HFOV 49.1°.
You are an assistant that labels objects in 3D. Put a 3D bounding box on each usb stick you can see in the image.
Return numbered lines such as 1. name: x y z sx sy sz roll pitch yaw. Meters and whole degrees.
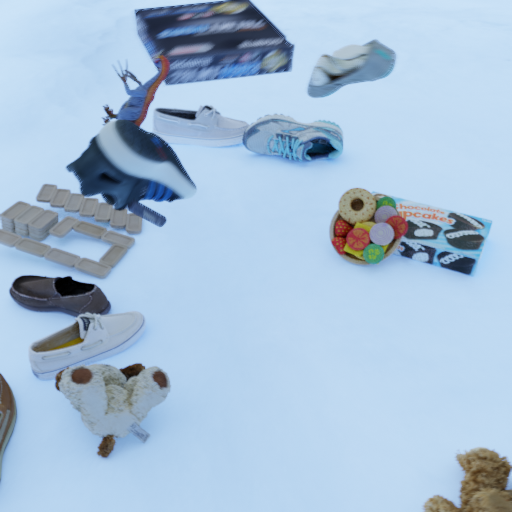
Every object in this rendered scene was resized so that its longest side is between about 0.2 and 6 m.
1. usb stick: -1.496 -0.577 7.701 0.623 0.173 0.102 30 9 -45

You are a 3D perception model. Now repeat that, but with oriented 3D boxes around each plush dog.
1. plush dog: -2.208 2.051 8.239 1.579 1.267 1.357 8 14 -29

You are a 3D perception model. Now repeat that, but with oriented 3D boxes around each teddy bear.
1. teddy bear: 2.945 3.387 6.565 2.009 0.925 2.771 11 30 2

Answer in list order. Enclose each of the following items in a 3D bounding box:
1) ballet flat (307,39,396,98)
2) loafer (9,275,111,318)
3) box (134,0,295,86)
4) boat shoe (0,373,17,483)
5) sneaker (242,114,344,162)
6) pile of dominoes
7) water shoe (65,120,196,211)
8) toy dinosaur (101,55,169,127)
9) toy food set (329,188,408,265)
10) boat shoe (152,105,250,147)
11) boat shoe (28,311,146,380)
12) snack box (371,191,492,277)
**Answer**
1. ballet flat: 1.476 -3.363 9.927 0.717 0.759 2.251 24 -9 -32
2. loafer: -3.610 0.602 10.267 2.003 0.711 0.732 8 38 11
3. box: -0.853 -4.104 10.588 2.435 0.605 2.417 -12 44 -16
4. boat shoe: -3.884 2.368 7.786 0.866 0.845 2.289 -10 38 -13
5. sneaker: 1.020 -3.064 14.926 2.770 1.075 1.196 -2 40 -2
6. pile of dominoes: -4.031 -0.507 12.231 2.978 0.474 2.321 18 39 10
7. water shoe: -1.889 -1.290 8.696 1.163 2.946 1.053 -33 79 8
8. toy dinosaur: -1.824 -2.523 8.957 1.351 1.489 0.782 -23 35 14
9. toy food set: 2.259 -0.567 11.463 1.550 0.381 1.566 23 82 23
10. boat shoe: -1.522 -3.787 15.912 2.911 0.997 1.048 6 37 9
11. boat shoe: -2.786 1.311 9.324 2.012 0.703 0.714 -22 42 -26
12. snack box: 3.491 -0.541 11.982 2.687 0.498 1.561 17 40 22
